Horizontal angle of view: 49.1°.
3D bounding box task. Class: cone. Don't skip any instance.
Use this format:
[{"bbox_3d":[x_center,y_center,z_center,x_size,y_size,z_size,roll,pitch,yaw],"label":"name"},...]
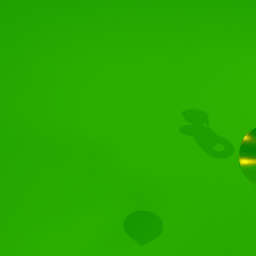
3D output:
[{"bbox_3d":[2.146,0.407,3.763,0.874,0.877,0.874,0,89,-20],"label":"cone"}]
